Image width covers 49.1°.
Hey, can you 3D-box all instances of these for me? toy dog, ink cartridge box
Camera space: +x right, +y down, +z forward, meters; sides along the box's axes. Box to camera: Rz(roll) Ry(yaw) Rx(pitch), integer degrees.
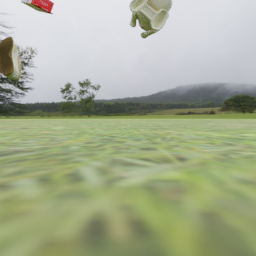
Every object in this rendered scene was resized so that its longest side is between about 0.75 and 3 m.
[{"bbox_3d":[0.648,-3.282,7.912,1.043,1.450,1.495,30,0,-4],"label":"toy dog"},{"bbox_3d":[-2.157,-3.032,6.778,0.873,0.294,0.507,29,10,40],"label":"ink cartridge box"}]

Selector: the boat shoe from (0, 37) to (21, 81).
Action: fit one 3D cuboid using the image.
[{"bbox_3d":[-3.107,-1.816,7.413,0.524,1.417,0.470,-19,-31,8],"label":"boat shoe"}]
